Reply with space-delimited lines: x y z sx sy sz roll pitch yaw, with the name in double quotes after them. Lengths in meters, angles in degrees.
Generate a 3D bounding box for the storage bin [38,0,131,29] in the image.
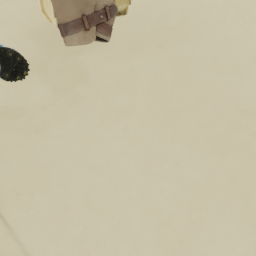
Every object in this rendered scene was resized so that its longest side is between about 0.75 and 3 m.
-1.168 -4.141 7.430 2.390 2.373 1.120 -22 45 -25 "storage bin"

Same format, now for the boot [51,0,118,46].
-1.233 -2.574 5.644 2.445 1.787 0.859 -12 20 -34 "boot"

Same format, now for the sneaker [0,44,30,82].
-2.638 -1.297 5.012 0.674 0.669 1.860 32 14 35 "sneaker"
